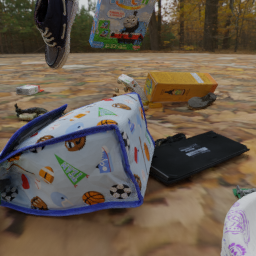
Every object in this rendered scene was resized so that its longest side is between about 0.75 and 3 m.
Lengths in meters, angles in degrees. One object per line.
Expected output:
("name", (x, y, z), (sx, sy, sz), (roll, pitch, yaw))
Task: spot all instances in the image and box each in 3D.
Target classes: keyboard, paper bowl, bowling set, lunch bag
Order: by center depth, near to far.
("paper bowl", (1.632, 1.274, 2.219), (1.739, 0.904, 1.739), (0, 18, 0))
("lunch bag", (-0.865, 0.354, 4.435), (2.258, 1.398, 1.920), (-14, 15, 16))
("keyboard", (1.218, 0.495, 5.693), (2.355, 0.302, 1.414), (-13, 28, -35))
("bowling set", (-0.274, -1.358, 11.099), (0.748, 1.075, 0.577), (-43, 10, 10))

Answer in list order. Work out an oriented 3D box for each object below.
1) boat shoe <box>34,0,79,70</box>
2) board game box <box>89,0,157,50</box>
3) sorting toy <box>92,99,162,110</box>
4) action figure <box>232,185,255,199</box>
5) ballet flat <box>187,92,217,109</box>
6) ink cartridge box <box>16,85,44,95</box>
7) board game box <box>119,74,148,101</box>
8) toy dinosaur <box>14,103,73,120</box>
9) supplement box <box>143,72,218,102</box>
("boat shoe", (-2.639, -3.233, 9.450), (1.052, 2.819, 1.307), (32, 32, 20))
("board game box", (-0.149, -3.720, 9.176), (1.838, 2.430, 0.445), (-3, 50, -22))
("sorting toy", (-0.004, -0.867, 9.877), (2.186, 0.293, 1.629), (-9, 20, -26))
("action figure", (2.094, 0.995, 4.256), (0.837, 0.229, 0.494), (2, 15, -4))
("ballet flat", (2.641, -0.918, 10.042), (1.590, 0.369, 0.536), (-23, 63, -40))
("ink cartridge box", (-4.355, -1.750, 12.573), (0.683, 0.315, 1.253), (6, 20, 16))
("board game box", (0.214, -1.597, 11.111), (0.277, 1.011, 1.601), (-43, 23, 0))
("toy dinosaur", (-2.484, -0.346, 7.843), (2.539, 0.603, 1.119), (5, 3, 20))
("supplement box", (1.947, -1.532, 10.391), (2.623, 0.873, 0.902), (-4, 45, -23))
